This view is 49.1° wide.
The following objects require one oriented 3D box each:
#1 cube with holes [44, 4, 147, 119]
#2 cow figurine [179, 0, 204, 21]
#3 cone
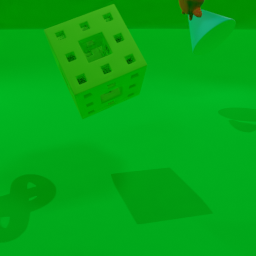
[{"bbox_3d":[-0.461,-0.928,4.178,1.033,1.033,1.033,-25,-12,-10],"label":"cube with holes"},{"bbox_3d":[1.956,-3.421,6.674,1.574,1.549,0.864,-15,52,-21],"label":"cow figurine"},{"bbox_3d":[2.060,-3.029,7.985,1.361,1.361,1.366,-18,69,-38],"label":"cone"}]
